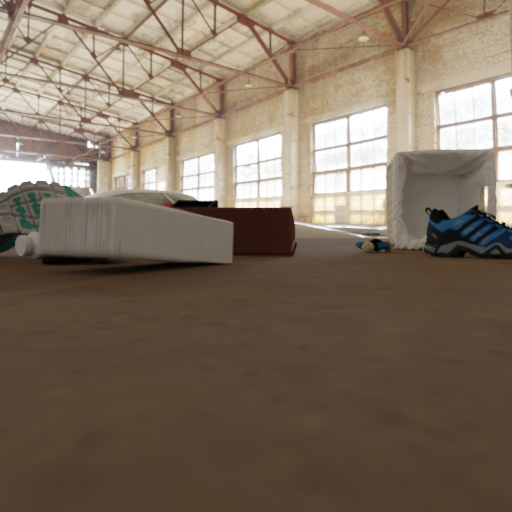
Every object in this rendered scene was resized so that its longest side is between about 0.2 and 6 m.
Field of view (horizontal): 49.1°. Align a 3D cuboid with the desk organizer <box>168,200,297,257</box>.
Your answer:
[{"bbox_3d":[-0.476,-0.588,11.471,2.572,0.990,0.922,1,17,8],"label":"desk organizer"}]

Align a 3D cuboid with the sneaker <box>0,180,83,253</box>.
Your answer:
[{"bbox_3d":[-4.706,-0.643,10.757,2.904,1.126,1.324,-12,-11,-15],"label":"sneaker"}]

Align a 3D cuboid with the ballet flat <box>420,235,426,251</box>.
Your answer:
[{"bbox_3d":[4.149,-0.287,12.889,0.638,0.689,1.954,-27,-12,24],"label":"ballet flat"}]

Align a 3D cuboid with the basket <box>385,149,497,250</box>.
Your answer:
[{"bbox_3d":[4.995,-1.462,15.675,2.694,2.669,2.166,-1,-2,2],"label":"basket"}]

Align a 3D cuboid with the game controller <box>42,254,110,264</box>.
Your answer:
[{"bbox_3d":[-2.792,-0.056,9.193,1.154,0.466,2.213,-15,5,-11],"label":"game controller"}]

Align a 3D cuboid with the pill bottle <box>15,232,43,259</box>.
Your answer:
[{"bbox_3d":[-3.828,-0.186,10.091,0.499,0.499,0.890,2,4,39],"label":"pill bottle"}]

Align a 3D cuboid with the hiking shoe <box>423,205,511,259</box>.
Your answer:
[{"bbox_3d":[4.201,-0.448,10.297,2.284,0.990,0.850,2,3,33],"label":"hiking shoe"}]

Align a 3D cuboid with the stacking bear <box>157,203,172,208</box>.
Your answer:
[{"bbox_3d":[-2.709,-0.573,12.806,1.252,1.173,2.063,-9,3,38],"label":"stacking bear"}]

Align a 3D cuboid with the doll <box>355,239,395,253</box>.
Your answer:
[{"bbox_3d":[2.852,-0.243,13.352,0.936,0.332,1.372,1,2,30],"label":"doll"}]

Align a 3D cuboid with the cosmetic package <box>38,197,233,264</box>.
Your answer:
[{"bbox_3d":[-1.422,-0.283,7.472,1.144,0.702,2.773,4,-1,24],"label":"cosmetic package"}]
